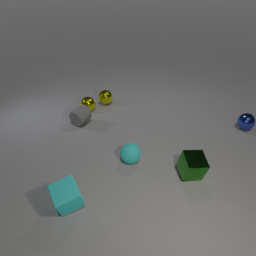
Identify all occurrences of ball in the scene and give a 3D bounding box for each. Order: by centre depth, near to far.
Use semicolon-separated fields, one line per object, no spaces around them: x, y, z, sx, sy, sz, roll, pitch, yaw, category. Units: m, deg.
0.090;0.865;9.549;0.700;0.700;0.700;0;30;0;ball
4.865;-0.264;11.509;0.700;0.700;0.700;0;30;0;ball
-1.859;-1.116;13.018;0.700;0.700;0.700;0;30;0;ball
-1.094;-1.508;13.637;0.700;0.700;0.700;0;30;0;ball

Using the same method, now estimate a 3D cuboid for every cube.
-1.657;1.822;7.551;0.700;0.700;0.700;-24;56;-13;cube
2.025;1.165;8.793;0.700;0.700;0.700;0;47;-14;cube

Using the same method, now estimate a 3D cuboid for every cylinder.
-2.008;-0.535;11.854;0.700;0.700;0.700;18;42;29;cylinder
